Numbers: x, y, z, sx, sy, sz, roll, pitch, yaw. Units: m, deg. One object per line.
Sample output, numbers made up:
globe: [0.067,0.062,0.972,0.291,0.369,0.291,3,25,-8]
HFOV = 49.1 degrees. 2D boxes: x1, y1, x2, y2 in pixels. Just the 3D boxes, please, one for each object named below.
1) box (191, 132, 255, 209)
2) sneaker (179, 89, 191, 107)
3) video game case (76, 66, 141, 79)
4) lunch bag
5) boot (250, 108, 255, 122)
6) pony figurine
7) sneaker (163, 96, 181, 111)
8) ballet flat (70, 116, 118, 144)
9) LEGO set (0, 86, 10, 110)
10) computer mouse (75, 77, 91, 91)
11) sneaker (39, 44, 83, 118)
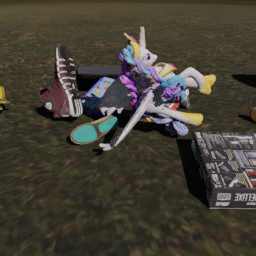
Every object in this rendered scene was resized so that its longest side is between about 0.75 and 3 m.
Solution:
box: [2.459,0.825,6.240,1.728,0.545,2.191,0,29,1]
sneaker: [1.899,-0.987,9.777,0.521,0.454,1.159,-10,21,15]
video game case: [-0.692,-2.113,10.803,2.551,0.325,2.306,-3,7,-12]
lunch bag: [-0.800,-0.939,9.374,1.240,0.775,1.647,20,44,27]
boot: [4.624,-0.425,8.514,1.531,0.557,1.190,13,28,33]
pony figurine: [0.559,-0.775,7.106,2.860,2.761,2.381,21,28,-27]
sneaker: [1.260,-1.156,9.314,0.852,0.807,2.073,24,29,-4]
ballet flat: [-0.967,0.074,7.795,1.561,0.550,0.509,-20,7,-36]
LEGO set: [-4.795,-0.370,7.964,2.757,1.597,2.120,-8,0,-21]
computer mouse: [-2.149,-1.890,11.379,0.999,0.328,1.423,6,29,8]
sneaker: [-2.183,-1.302,8.312,1.259,2.180,0.825,-11,-1,20]
